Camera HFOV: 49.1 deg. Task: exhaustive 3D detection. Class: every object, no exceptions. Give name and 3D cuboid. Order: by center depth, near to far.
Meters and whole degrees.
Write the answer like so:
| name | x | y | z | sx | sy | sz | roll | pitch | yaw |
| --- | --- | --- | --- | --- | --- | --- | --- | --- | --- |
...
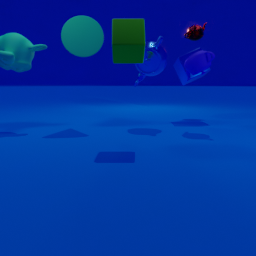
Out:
| name | x | y | z | sx | sy | sz | roll | pitch | yaw |
| --- | --- | --- | --- | --- | --- | --- | --- | --- | --- |
| cube | 0.006 | -1.938 | 6.296 | 0.705 | 0.705 | 0.705 | 0 | -21 | -1 |
| teapot | 2.080 | -1.855 | 8.309 | 0.798 | 0.628 | 1.283 | -21 | -9 | -34 |
| monkey head | -3.427 | -2.332 | 8.312 | 1.843 | 1.111 | 1.326 | 10 | -5 | -9 |
| teapot | 0.666 | -2.134 | 9.000 | 1.102 | 1.773 | 0.868 | 30 | 27 | 2 |
| cone | -1.457 | -2.739 | 9.075 | 1.273 | 1.273 | 1.278 | -1 | -3 | -8 |
| cube | 2.370 | -2.277 | 10.478 | 0.920 | 0.920 | 0.920 | -25 | -3 | -4 |
| teapot | 2.885 | -4.109 | 11.909 | 1.195 | 0.585 | 0.743 | -28 | 45 | -13 |
